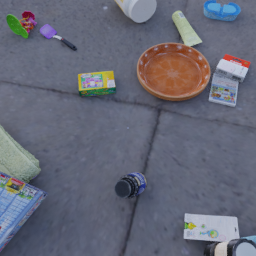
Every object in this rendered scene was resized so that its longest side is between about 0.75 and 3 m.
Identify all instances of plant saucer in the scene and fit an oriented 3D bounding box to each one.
[{"bbox_3d":[1.662,-2.076,10.352,2.668,0.431,2.668,-1,59,1],"label":"plant saucer"}]

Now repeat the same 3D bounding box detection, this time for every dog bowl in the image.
[{"bbox_3d":[4.042,-5.087,12.184,1.557,0.386,0.868,12,60,6],"label":"dog bowl"}]

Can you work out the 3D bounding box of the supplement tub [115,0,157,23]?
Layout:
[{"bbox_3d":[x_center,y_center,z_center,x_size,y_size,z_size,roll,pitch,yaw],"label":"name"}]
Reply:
[{"bbox_3d":[0.218,-5.561,11.865,1.416,1.416,1.948,-23,62,-13],"label":"supplement tub"}]

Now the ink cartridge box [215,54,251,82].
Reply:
[{"bbox_3d":[3.989,-2.367,10.522,1.048,0.368,1.289,25,61,16],"label":"ink cartridge box"}]

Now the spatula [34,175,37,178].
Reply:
[{"bbox_3d":[-3.302,1.064,8.623,1.359,0.140,0.384,34,70,19],"label":"spatula"}]

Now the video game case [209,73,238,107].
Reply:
[{"bbox_3d":[3.465,-1.393,10.118,0.923,0.116,1.290,14,60,8],"label":"video game case"}]

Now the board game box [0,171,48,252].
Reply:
[{"bbox_3d":[-3.800,2.300,7.097,2.533,0.781,2.531,23,73,2],"label":"board game box"}]

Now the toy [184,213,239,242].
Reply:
[{"bbox_3d":[2.199,2.724,7.464,1.373,0.324,0.790,2,36,13],"label":"toy"}]

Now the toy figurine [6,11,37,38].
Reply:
[{"bbox_3d":[-4.236,-4.406,11.655,1.137,0.854,1.047,41,55,-2],"label":"toy figurine"}]

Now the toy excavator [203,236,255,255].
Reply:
[{"bbox_3d":[3.497,3.288,6.719,2.958,1.477,2.876,16,61,-5],"label":"toy excavator"}]

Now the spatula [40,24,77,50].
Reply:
[{"bbox_3d":[-2.814,-3.654,11.433,1.905,0.196,0.538,35,66,18],"label":"spatula"}]

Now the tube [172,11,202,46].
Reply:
[{"bbox_3d":[2.354,-4.066,11.576,0.468,0.523,1.804,7,52,-43],"label":"tube"}]

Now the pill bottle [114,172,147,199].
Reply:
[{"bbox_3d":[0.070,1.575,7.669,0.629,1.126,0.629,-1,88,22],"label":"pill bottle"}]

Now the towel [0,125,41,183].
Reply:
[{"bbox_3d":[-4.192,0.999,8.315,2.856,0.521,2.119,39,73,18],"label":"towel"}]

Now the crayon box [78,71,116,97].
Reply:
[{"bbox_3d":[-1.122,-1.596,10.079,1.310,0.382,0.778,-6,59,-4],"label":"crayon box"}]
